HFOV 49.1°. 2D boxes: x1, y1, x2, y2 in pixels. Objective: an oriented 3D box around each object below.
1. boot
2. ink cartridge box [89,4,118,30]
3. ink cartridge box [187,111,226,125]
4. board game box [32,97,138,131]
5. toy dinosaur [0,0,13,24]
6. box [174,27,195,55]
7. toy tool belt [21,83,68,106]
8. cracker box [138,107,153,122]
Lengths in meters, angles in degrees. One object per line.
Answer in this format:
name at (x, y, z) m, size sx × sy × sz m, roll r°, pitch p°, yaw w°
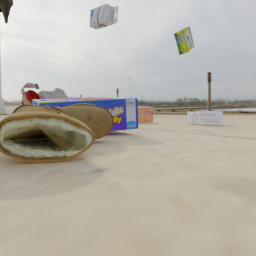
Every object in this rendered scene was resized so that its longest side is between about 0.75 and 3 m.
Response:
boot at (-0.727, 0.023, 3.560) m, size 1.634 × 0.617 × 1.866 m, roll -3°, pitch 7°, yaw -20°
ink cartridge box at (-0.732, -3.336, 8.362) m, size 0.946 × 0.548 × 0.315 m, roll 3°, pitch -1°, yaw 44°
ink cartridge box at (2.957, -0.380, 10.604) m, size 0.899 × 0.521 × 1.544 m, roll -1°, pitch 3°, yaw -11°
board game box at (-1.226, -0.386, 6.849) m, size 1.989 × 0.662 × 2.958 m, roll -5°, pitch 8°, yaw -21°
toy dinosaur at (-3.651, -3.662, 7.968) m, size 0.937 × 1.832 × 0.705 m, roll -34°, pitch -38°, yaw 0°
box at (2.229, -3.470, 11.147) m, size 0.361 × 0.875 × 1.491 m, roll -7°, pitch 22°, yaw 33°
toy tool belt at (-3.405, -0.703, 10.915) m, size 1.551 × 1.576 × 2.524 m, roll -33°, pitch -14°, yaw 23°
cracker box at (0.104, -0.654, 13.508) m, size 1.702 × 0.733 × 2.542 m, roll -1°, pitch 4°, yaw -10°
